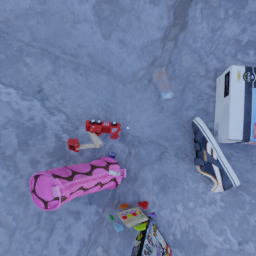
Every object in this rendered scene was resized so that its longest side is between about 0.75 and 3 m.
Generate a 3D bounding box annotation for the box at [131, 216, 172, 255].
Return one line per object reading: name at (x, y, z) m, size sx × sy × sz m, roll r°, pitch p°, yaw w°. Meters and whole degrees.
box at (0.631, 3.365, 7.225) m, size 0.376 × 1.885 × 1.290 m, roll -28°, pitch 99°, yaw 18°

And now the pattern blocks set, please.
pattern blocks set at (0.140, 2.464, 7.783) m, size 1.293 × 1.136 × 0.105 m, roll -5°, pitch 113°, yaw -18°

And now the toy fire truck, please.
toy fire truck at (-0.927, 0.233, 7.922) m, size 1.395 × 0.340 × 0.984 m, roll 5°, pitch 52°, yaw 2°

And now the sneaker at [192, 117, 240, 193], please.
sneaker at (2.271, 0.806, 8.115) m, size 0.892 × 0.881 × 2.246 m, roll -29°, pitch 77°, yaw 10°

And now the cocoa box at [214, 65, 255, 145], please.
cocoa box at (3.339, -0.571, 7.976) m, size 1.342 × 1.364 × 2.045 m, roll 4°, pitch 84°, yaw 0°

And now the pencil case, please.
pencil case at (-1.198, 1.357, 7.243) m, size 1.152 × 2.459 × 1.116 m, roll 5°, pitch 99°, yaw 37°
